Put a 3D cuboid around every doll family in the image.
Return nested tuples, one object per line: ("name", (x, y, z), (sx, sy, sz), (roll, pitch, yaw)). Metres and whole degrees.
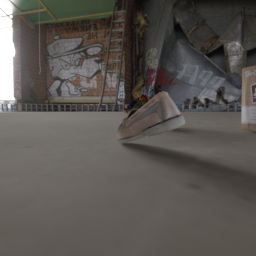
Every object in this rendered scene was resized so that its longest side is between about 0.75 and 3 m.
("doll family", (0.412, -0.708, 9.004), (1.015, 0.689, 1.757), (-40, 16, 4))

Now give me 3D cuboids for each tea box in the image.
("tea box", (3.792, -0.608, 5.519), (2.121, 1.441, 2.156), (-1, 4, -17))

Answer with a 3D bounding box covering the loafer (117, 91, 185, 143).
("loafer", (0.215, -0.111, 3.677), (0.513, 0.448, 1.427), (-21, 1, -27))
